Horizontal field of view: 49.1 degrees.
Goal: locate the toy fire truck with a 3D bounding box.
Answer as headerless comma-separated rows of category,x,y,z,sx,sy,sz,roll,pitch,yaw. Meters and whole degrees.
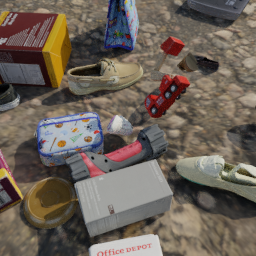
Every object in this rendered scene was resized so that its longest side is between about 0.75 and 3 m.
toy fire truck,1.053,-1.412,8.093,0.489,2.007,1.415,3,49,-41

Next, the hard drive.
hard drive,4.373,-6.104,13.686,2.650,0.561,1.787,25,56,19

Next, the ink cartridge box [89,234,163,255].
ink cartridge box,0.088,3.498,5.776,1.546,0.893,2.126,-8,52,-6

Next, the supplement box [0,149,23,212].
supplement box,-4.280,1.020,7.424,1.813,1.429,2.769,-29,57,-21

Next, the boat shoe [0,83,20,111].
boat shoe,-5.099,-0.909,9.384,2.740,0.776,0.940,-15,53,-12

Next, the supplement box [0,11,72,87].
supplement box,-3.658,-2.971,10.497,2.441,1.621,2.408,3,51,3

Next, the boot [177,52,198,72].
boot,1.979,-2.096,9.478,0.583,0.597,1.583,51,25,-10

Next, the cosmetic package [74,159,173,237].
cosmetic package,-0.092,1.756,7.145,2.214,0.998,1.183,-18,50,-11

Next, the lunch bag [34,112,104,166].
lunch bag,-1.776,0.260,8.484,2.024,0.765,1.621,-8,50,-8

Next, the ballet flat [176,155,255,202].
ballet flat,2.703,1.209,7.606,2.740,0.952,0.952,17,53,13

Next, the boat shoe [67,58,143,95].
boat shoe,-0.785,-1.979,10.149,2.829,0.919,1.020,-14,53,-11

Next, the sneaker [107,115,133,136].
sneaker,-0.182,-0.042,8.264,0.675,0.508,1.356,35,17,7

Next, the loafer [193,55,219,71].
loafer,3.070,-2.659,11.048,1.189,0.374,0.427,33,58,23

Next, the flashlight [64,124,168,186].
flashlight,-0.289,0.724,7.961,2.900,0.982,0.986,-25,59,-17

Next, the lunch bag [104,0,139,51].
lunch bag,-0.257,-5.003,11.324,1.346,2.861,2.153,5,51,4

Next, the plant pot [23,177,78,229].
plant pot,-2.074,1.929,7.490,1.469,0.202,1.469,0,52,0
